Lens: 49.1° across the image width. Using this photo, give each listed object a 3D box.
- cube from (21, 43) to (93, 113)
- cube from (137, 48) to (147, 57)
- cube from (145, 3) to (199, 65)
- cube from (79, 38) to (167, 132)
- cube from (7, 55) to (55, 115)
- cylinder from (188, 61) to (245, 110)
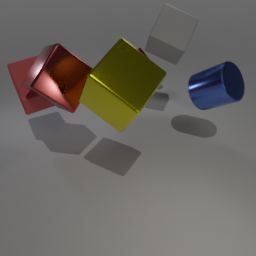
[{"bbox_3d":[-2.021,-1.441,8.184,1.400,1.400,1.400,33,-7,-32],"label":"cube"},{"bbox_3d":[0.413,-3.118,12.756,0.700,0.700,0.700,-44,15,-11],"label":"cube"},{"bbox_3d":[1.625,-3.502,10.635,1.400,1.400,1.400,25,-9,0],"label":"cube"},{"bbox_3d":[-0.169,-1.001,6.919,1.400,1.400,1.400,37,64,-3],"label":"cube"},{"bbox_3d":[-3.163,-1.500,9.748,1.400,1.400,1.400,-22,80,-19],"label":"cube"},{"bbox_3d":[3.068,-1.437,9.777,1.400,1.400,1.400,-31,10,-39],"label":"cylinder"}]
